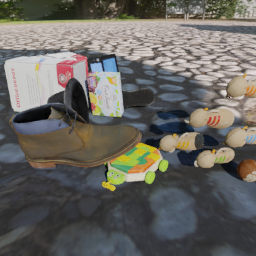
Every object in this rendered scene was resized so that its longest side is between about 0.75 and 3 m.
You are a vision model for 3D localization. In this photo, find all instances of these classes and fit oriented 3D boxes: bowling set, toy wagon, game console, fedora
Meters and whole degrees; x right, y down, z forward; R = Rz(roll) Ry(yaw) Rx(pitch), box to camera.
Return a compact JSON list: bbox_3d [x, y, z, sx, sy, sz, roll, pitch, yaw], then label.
[{"bbox_3d":[2.182,0.286,6.201,1.461,2.721,1.894,-2,52,-40],"label":"bowling set"},{"bbox_3d":[0.065,0.892,6.685,1.351,0.344,1.741,18,31,33],"label":"toy wagon"},{"bbox_3d":[-0.911,-2.169,10.503,0.946,1.075,0.626,-16,10,-32],"label":"game console"},{"bbox_3d":[-1.766,-0.539,8.074,0.876,1.919,1.919,-5,25,6],"label":"fedora"}]

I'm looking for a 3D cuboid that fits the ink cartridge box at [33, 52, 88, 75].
[{"bbox_3d":[-3.517,-2.912,13.560,2.572,1.066,1.888,-19,31,-34],"label":"ink cartridge box"}]

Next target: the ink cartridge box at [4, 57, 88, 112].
[{"bbox_3d":[-2.796,-1.469,9.819,2.537,1.849,1.051,8,26,16],"label":"ink cartridge box"}]

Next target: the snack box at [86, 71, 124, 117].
[{"bbox_3d":[-0.739,-1.117,9.349,1.053,1.480,0.392,4,35,15],"label":"snack box"}]

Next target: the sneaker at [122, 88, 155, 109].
[{"bbox_3d":[-0.103,-1.068,10.478,2.088,0.791,0.914,0,3,-8],"label":"sneaker"}]

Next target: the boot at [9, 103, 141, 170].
[{"bbox_3d":[-1.198,0.103,6.296,2.855,1.384,1.067,-12,41,7],"label":"boot"}]
